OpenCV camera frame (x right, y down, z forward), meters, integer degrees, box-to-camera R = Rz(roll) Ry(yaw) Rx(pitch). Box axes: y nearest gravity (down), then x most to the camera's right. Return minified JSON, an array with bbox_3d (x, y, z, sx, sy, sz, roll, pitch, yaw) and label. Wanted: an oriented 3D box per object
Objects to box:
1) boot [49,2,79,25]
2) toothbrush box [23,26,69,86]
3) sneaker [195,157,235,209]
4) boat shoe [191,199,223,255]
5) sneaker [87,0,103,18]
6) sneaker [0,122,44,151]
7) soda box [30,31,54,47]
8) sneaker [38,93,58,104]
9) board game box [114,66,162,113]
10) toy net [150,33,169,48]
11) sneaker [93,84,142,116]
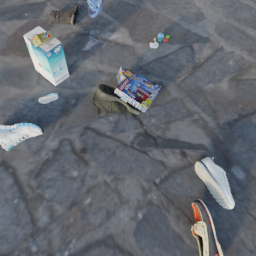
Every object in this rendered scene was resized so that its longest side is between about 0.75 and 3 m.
[{"bbox_3d":[-3.210,-5.750,13.985,1.322,0.526,1.518,8,63,4],"label":"boot"},{"bbox_3d":[-3.317,-2.931,11.577,1.430,1.953,0.833,39,66,19],"label":"toothbrush box"},{"bbox_3d":[3.138,1.842,9.653,0.773,0.733,1.920,-19,63,-21],"label":"sneaker"},{"bbox_3d":[2.359,3.323,8.801,0.665,0.757,2.126,-12,66,-4],"label":"boat shoe"},{"bbox_3d":[-1.193,-4.515,9.804,0.597,1.452,0.537,-31,73,-36],"label":"sneaker"},{"bbox_3d":[-4.223,0.375,10.479,2.200,0.825,0.953,-6,67,6],"label":"sneaker"},{"bbox_3d":[-2.996,-3.130,9.830,0.334,0.316,0.987,-26,18,23],"label":"soda box"},{"bbox_3d":[-3.293,-1.249,11.640,0.829,0.307,0.340,-12,31,-1],"label":"sneaker"},{"bbox_3d":[0.204,-1.538,10.981,1.846,0.570,1.847,34,41,3],"label":"board game box"},{"bbox_3d":[1.458,-4.053,13.222,0.609,0.224,1.161,32,67,14],"label":"toy net"},{"bbox_3d":[-0.485,-0.895,11.194,2.035,1.165,0.778,20,47,-21],"label":"sneaker"}]
